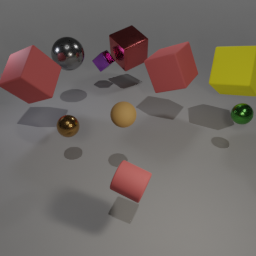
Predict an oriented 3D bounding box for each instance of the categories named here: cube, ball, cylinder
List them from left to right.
[{"bbox_3d":[-3.562,-1.907,10.284,1.400,1.400,1.400,-8,61,34],"label":"cube"},{"bbox_3d":[-2.564,-3.162,11.960,1.400,1.400,1.400,0,32,0],"label":"ball"},{"bbox_3d":[-1.851,-0.059,8.659,0.700,0.700,0.700,0,32,0],"label":"ball"},{"bbox_3d":[-1.225,-3.386,14.122,0.700,0.700,0.700,-32,11,35],"label":"cube"},{"bbox_3d":[-0.122,-0.358,7.479,0.700,0.700,0.700,0,32,0],"label":"ball"},{"bbox_3d":[0.038,-3.975,13.976,1.400,1.400,1.400,-30,59,-19],"label":"cube"},{"bbox_3d":[0.064,1.160,6.099,0.700,0.700,0.700,25,37,10],"label":"cylinder"},{"bbox_3d":[1.730,-2.376,11.057,1.400,1.400,1.400,-4,29,39],"label":"cube"},{"bbox_3d":[3.925,-2.029,10.138,1.400,1.400,1.400,10,-4,35],"label":"cube"},{"bbox_3d":[3.731,-0.461,9.163,0.700,0.700,0.700,0,32,0],"label":"ball"}]
